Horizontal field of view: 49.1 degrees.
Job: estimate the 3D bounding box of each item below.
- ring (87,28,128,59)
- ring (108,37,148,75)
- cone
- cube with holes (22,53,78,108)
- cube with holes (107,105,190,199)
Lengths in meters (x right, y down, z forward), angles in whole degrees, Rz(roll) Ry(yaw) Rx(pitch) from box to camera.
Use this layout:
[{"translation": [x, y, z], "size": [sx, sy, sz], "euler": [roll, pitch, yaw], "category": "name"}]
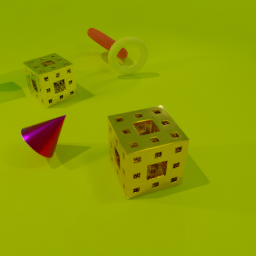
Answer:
[{"translation": [-0.791, -3.300, 10.939], "size": [1.808, 0.362, 1.808], "euler": [32, 8, -5], "category": "ring"}, {"translation": [0.011, -2.486, 9.728], "size": [1.417, 1.417, 0.283], "euler": [-8, 44, -10], "category": "ring"}, {"translation": [-1.781, 0.022, 6.534], "size": [0.968, 0.964, 0.964], "euler": [-43, 43, 7], "category": "cone"}, {"translation": [-2.419, -1.515, 8.787], "size": [1.124, 1.124, 1.124], "euler": [-28, 45, -31], "category": "cube with holes"}, {"translation": [0.369, 0.486, 6.062], "size": [1.284, 1.284, 1.284], "euler": [-12, 39, -15], "category": "cube with holes"}]
